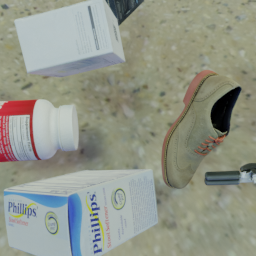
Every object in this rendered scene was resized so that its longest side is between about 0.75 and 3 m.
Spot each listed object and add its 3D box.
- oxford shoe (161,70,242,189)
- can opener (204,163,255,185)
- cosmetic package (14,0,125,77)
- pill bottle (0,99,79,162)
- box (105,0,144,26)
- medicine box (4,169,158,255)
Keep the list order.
[{"bbox_3d":[1.371,0.179,5.444,0.892,2.532,0.947,5,18,-31],"label":"oxford shoe"},{"bbox_3d":[2.409,1.084,6.380,1.331,0.350,0.442,-6,35,3],"label":"can opener"},{"bbox_3d":[-1.159,-1.902,6.340,1.859,1.853,1.143,-10,96,8],"label":"cosmetic package"},{"bbox_3d":[-2.366,0.060,6.198,2.411,1.353,1.353,-3,60,-4],"label":"pill bottle"},{"bbox_3d":[-0.388,-4.291,7.193,0.687,2.693,2.124,5,42,23],"label":"box"},{"bbox_3d":[-0.588,1.035,3.685,1.360,1.493,0.769,-8,89,40],"label":"medicine box"}]
